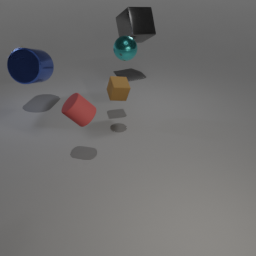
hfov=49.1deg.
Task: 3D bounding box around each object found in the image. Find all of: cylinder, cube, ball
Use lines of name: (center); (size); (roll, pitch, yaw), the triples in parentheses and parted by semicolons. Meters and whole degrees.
cylinder: (-1.364, -0.503, 7.805); (0.700, 0.700, 0.700); (-32, 37, 27)
cube: (-0.388, -1.566, 11.164); (0.700, 0.700, 0.700); (0, 48, -21)
ball: (-0.075, -2.287, 8.043); (0.700, 0.700, 0.700); (0, 29, 0)
cube: (0.384, -5.220, 14.309); (1.400, 1.400, 1.400); (-13, 4, -28)
cylinder: (-3.986, -2.556, 11.575); (1.400, 1.400, 1.400); (4, 13, 6)
